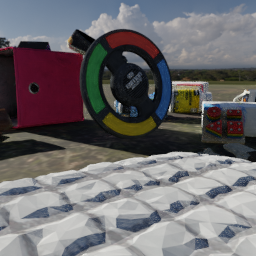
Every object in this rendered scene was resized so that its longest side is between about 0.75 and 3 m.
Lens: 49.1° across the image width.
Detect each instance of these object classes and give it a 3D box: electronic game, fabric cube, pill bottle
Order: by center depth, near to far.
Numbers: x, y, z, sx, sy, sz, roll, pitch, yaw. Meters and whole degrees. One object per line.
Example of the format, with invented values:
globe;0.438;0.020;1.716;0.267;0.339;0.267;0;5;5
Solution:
electronic game;0.063;-0.995;6.442;2.514;2.514;0.523;-7;4;-34
fabric cube;-3.166;-1.384;9.580;2.435;2.389;2.427;10;13;44
pill bottle;2.657;-1.160;12.031;1.749;0.983;0.983;1;11;5

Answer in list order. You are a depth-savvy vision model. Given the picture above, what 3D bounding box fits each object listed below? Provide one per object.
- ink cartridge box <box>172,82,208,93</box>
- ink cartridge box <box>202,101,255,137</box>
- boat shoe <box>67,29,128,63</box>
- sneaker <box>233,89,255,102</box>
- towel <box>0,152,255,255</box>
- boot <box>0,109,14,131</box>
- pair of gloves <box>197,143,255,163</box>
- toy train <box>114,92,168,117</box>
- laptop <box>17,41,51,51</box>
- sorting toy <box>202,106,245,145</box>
ink cartridge box;2.807;-1.693;14.138;2.170;1.226;2.962;4;12;22
ink cartridge box;3.096;-0.280;7.849;1.955;0.827;1.413;1;11;14
boat shoe;-0.941;-2.681;9.498;2.188;0.681;0.816;19;31;-20
sneaker;4.902;-0.855;10.076;1.182;1.168;2.977;3;-1;-8
towel;0.281;1.003;0.198;2.979;1.275;2.467;-7;14;-39
boot;-3.622;0.005;6.549;2.065;0.663;1.924;-4;25;-37
pair of gloves;1.880;0.581;4.987;1.332;0.234;1.133;-8;17;-23
toy train;0.539;-0.894;10.963;2.158;0.936;1.233;-1;17;-3
laptop;-3.074;-2.552;9.264;0.911;0.564;0.973;0;38;-5
sorting toy;2.316;-0.115;6.820;0.975;0.341;0.981;3;52;14
